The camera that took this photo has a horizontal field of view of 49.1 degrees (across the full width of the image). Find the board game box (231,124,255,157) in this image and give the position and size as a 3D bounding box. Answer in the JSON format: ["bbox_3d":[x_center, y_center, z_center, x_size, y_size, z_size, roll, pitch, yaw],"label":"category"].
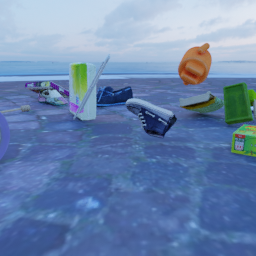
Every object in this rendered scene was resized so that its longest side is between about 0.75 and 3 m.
[{"bbox_3d":[3.986,0.425,7.107,2.326,0.554,1.181,10,17,34],"label":"board game box"}]

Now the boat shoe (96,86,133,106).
[{"bbox_3d":[-1.073,-1.765,14.932,2.927,1.005,1.232,-12,18,-39],"label":"boat shoe"}]

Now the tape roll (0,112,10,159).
[{"bbox_3d":[-3.427,0.188,6.149,0.631,1.485,1.485,8,16,29],"label":"tape roll"}]

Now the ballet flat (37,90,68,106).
[{"bbox_3d":[-4.139,-1.680,15.110,2.147,0.764,0.742,10,17,34],"label":"ballet flat"}]

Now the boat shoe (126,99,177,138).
[{"bbox_3d":[0.490,-0.272,7.832,1.599,0.597,0.742,20,65,28],"label":"boat shoe"}]

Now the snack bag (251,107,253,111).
[{"bbox_3d":[6.588,-0.933,13.213,2.243,0.240,2.115,0,13,-3],"label":"snack bag"}]

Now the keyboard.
[{"bbox_3d":[-1.300,-1.386,9.741,0.141,2.646,0.745,33,35,-3],"label":"keyboard"}]

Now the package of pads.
[{"bbox_3d":[-1.898,-1.572,11.615,0.763,2.237,1.729,-4,15,-25],"label":"package of pads"}]

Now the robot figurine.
[{"bbox_3d":[1.592,-1.488,6.578,0.718,0.886,1.231,-4,32,26],"label":"robot figurine"}]

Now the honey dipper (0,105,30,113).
[{"bbox_3d":[-5.198,-0.807,12.656,1.517,0.288,0.288,-15,20,-41],"label":"honey dipper"}]

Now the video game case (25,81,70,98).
[{"bbox_3d":[-4.509,-2.154,16.018,1.796,0.355,1.982,2,-11,24],"label":"video game case"}]

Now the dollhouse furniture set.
[{"bbox_3d":[3.630,-0.626,11.263,2.781,1.396,1.822,-11,-16,36],"label":"dollhouse furniture set"}]
